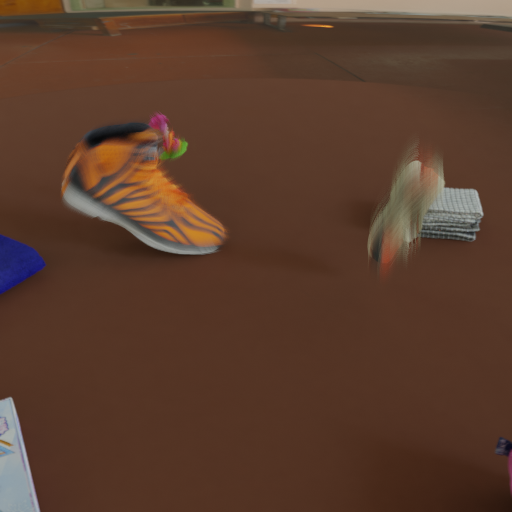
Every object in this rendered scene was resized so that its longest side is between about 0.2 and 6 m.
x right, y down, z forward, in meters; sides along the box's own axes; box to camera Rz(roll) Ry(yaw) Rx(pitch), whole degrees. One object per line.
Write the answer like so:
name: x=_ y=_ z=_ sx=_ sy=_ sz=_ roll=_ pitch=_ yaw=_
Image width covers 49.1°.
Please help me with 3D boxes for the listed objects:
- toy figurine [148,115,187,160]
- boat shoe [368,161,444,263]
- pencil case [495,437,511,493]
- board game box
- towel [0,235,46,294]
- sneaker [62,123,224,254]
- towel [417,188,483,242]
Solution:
toy figurine: x=-1.816 y=-2.407 z=11.166 sx=0.650 sy=0.797 sz=0.866 roll=-34 pitch=27 yaw=-10
boat shoe: x=2.387 y=-0.579 z=9.021 sx=0.682 sy=1.917 sz=0.600 roll=-16 pitch=48 yaw=-37
pencil case: x=2.726 y=2.654 z=5.110 sx=1.003 sy=1.035 sz=2.211 roll=6 pitch=31 yaw=20
board game box: x=-3.424 y=2.637 z=5.713 sx=2.171 sy=0.447 sz=2.166 roll=-15 pitch=33 yaw=-24
towel: x=-5.137 y=0.439 z=9.426 sx=1.892 sy=0.635 sz=2.563 roll=21 pitch=36 yaw=20
sneaker: x=-1.831 y=-1.242 z=10.176 sx=3.169 sy=1.775 sz=1.229 roll=21 pitch=35 yaw=-16
towel: x=3.753 y=-0.905 z=11.589 sx=1.650 sy=0.706 sz=1.366 roll=5 pitch=29 yaw=11
